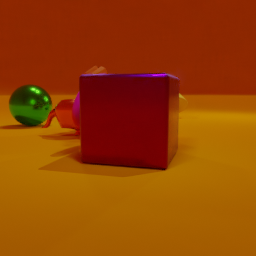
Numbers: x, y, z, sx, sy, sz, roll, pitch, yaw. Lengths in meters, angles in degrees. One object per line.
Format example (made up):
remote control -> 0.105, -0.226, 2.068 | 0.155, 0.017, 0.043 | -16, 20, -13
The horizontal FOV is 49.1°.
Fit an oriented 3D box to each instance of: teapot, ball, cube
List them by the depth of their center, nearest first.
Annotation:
cube -> 0.095, -0.183, 4.729 | 1.371, 1.371, 1.371 | 2, 8, 16
teapot -> -1.342, -0.265, 7.156 | 1.850, 0.906, 1.150 | -1, 0, 4
ball -> -3.157, -0.740, 9.125 | 1.354, 1.354, 1.354 | 0, 7, 0

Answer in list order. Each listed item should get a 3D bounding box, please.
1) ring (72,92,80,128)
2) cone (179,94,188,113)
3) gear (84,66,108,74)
ring -> -0.707, -0.482, 5.466 | 0.216, 1.081, 1.081 | 28, 17, 18
cone -> 1.790, -1.487, 12.198 | 1.371, 1.376, 1.371 | -5, -30, -3
gear -> -0.493, -0.781, 7.638 | 0.347, 1.878, 1.878 | -39, 22, -18
